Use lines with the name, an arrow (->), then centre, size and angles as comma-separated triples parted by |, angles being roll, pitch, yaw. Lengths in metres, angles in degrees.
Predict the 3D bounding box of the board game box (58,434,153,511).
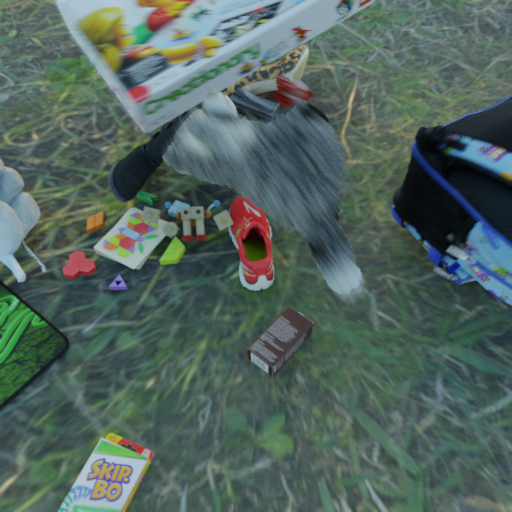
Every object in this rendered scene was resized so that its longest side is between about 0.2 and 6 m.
board game box -> -2.270, 3.498, 8.184 | 0.841, 0.264, 1.760 | 18, 51, 13

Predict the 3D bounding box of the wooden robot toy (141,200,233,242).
wooden robot toy -> -1.351, -0.690, 11.251 | 1.786, 0.810, 0.787 | -2, 93, -3

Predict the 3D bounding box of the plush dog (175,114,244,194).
plush dog -> -0.745, -2.252, 12.118 | 1.734, 1.391, 1.489 | -24, 38, 25

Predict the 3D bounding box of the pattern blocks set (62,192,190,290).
pattern blocks set -> -2.473, -0.363, 11.217 | 2.185, 0.201, 2.486 | 13, 53, 9

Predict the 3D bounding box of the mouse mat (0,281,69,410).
mouse mat -> -5.186, 1.891, 9.521 | 2.610, 0.122, 3.244 | 32, 58, 23

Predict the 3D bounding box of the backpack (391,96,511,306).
backpack -> 4.853, -0.694, 9.821 | 3.621, 2.669, 3.967 | -26, 61, -22

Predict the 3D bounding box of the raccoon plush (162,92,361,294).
raccoon plush -> 0.116, -0.720, 7.237 | 2.008, 1.450, 2.997 | -20, 80, -21

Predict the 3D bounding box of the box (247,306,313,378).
box -> 0.419, 1.464, 9.652 | 0.572, 0.428, 1.143 | 34, 61, 24

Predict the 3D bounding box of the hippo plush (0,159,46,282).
hippo plush -> -5.496, -0.525, 10.606 | 2.188, 2.168, 2.722 | -23, 97, 4

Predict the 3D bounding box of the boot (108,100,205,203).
boot -> -1.862, -2.166, 11.409 | 2.234, 0.733, 1.842 | -24, 34, 29

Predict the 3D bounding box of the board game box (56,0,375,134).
board game box -> -0.713, -4.609, 10.180 | 4.926, 0.852, 3.109 | -33, 65, -10

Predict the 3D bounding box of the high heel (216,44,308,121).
high heel -> 0.117, -4.702, 14.094 | 1.902, 0.953, 2.669 | 24, 64, 10

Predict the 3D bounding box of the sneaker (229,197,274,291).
sneaker -> -0.037, -0.418, 10.784 | 0.854, 0.941, 2.217 | -10, 53, -8

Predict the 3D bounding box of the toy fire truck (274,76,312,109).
toy fire truck -> 0.743, -3.210, 10.938 | 0.644, 0.430, 0.767 | -12, 45, -19
